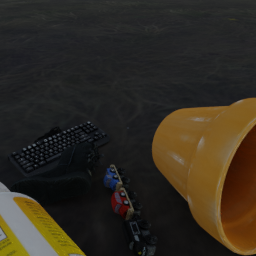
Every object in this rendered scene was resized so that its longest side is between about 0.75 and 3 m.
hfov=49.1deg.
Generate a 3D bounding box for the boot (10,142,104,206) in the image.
[{"bbox_3d":[-1.299,0.811,5.446,1.584,0.586,1.298,-11,26,7],"label":"boot"}]

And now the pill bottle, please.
[{"bbox_3d":[-1.358,1.670,3.213,1.476,1.476,2.617,-26,39,-37],"label":"pill bottle"}]

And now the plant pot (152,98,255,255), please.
[{"bbox_3d":[1.538,0.525,4.709,2.226,2.226,2.038,-16,20,-26],"label":"plant pot"}]

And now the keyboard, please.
[{"bbox_3d":[-1.650,0.350,6.609,2.217,0.284,1.331,-25,40,-37],"label":"keyboard"}]

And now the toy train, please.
[{"bbox_3d":[-0.059,1.316,4.851,0.470,0.350,2.052,0,28,-19],"label":"toy train"}]
